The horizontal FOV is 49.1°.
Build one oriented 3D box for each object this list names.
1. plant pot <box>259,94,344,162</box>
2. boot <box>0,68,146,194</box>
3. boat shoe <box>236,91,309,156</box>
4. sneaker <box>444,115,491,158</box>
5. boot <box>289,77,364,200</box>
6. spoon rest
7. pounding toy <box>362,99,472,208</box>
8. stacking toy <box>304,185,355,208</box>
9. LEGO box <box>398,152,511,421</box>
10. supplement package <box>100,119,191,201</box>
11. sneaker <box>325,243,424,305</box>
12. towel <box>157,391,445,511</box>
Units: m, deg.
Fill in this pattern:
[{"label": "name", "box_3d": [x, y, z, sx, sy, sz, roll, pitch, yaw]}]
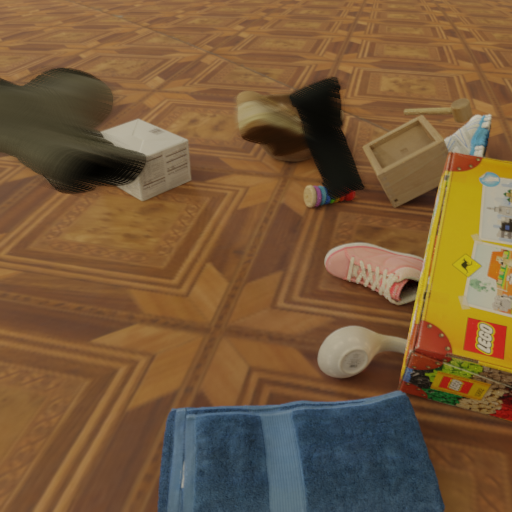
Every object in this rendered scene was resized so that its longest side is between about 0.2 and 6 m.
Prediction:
[{"label": "plant pot", "box_3d": [0.937, -3.321, 14.908, 2.661, 1.228, 2.661, 3, 32, -2]}, {"label": "boot", "box_3d": [-2.463, -1.653, 7.889, 2.186, 1.133, 3.347, 30, 23, 7]}, {"label": "boat shoe", "box_3d": [0.404, -2.289, 9.702, 0.811, 0.734, 2.275, -19, -10, 24]}, {"label": "sneaker", "box_3d": [5.122, -2.757, 14.271, 1.465, 1.267, 3.380, 10, 35, 23]}, {"label": "boot", "box_3d": [1.088, -1.655, 8.279, 0.730, 1.616, 1.972, -18, 4, 7]}, {"label": "spoon rest", "box_3d": [1.742, 1.465, 8.478, 1.771, 0.880, 0.537, 5, 23, -18]}, {"label": "pounding toy", "box_3d": [3.972, -2.574, 13.218, 2.557, 1.170, 2.247, -27, 32, 13]}, {"label": "stacking toy", "box_3d": [1.728, -1.405, 12.949, 1.197, 0.511, 0.511, -6, 34, -20]}, {"label": "LEGO box", "box_3d": [3.821, 0.424, 8.179, 2.731, 1.415, 3.667, 13, 58, 15]}, {"label": "supplement package", "box_3d": [-2.835, -2.398, 13.760, 1.994, 1.106, 1.553, 29, 44, 34]}, {"label": "sneaker", "box_3d": [2.190, 0.331, 10.085, 1.918, 0.722, 1.003, 8, 30, 4]}, {"label": "towel", "box_3d": [0.499, 2.560, 6.754, 3.259, 0.791, 1.819, -1, 35, -2]}]
